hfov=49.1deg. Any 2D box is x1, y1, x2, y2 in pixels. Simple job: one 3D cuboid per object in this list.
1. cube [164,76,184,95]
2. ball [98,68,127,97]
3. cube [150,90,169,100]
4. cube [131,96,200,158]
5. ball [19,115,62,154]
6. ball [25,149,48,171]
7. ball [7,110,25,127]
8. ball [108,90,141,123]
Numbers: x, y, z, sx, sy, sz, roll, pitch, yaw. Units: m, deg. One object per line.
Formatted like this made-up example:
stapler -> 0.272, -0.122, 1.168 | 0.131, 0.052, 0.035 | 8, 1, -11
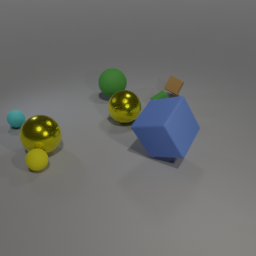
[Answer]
cube -> 2.264, -2.088, 13.779 | 0.700, 0.700, 0.700 | 29, 9, 9
ball -> -0.761, -2.251, 13.869 | 1.400, 1.400, 1.400 | 0, 29, 0
cube -> 1.513, -1.173, 12.577 | 0.700, 0.700, 0.700 | -32, 19, 7
cube -> 1.241, -0.013, 9.112 | 1.400, 1.400, 1.400 | -3, 41, 45
ball -> -3.026, 0.239, 9.738 | 1.400, 1.400, 1.400 | 0, 29, 0
ball -> -2.910, 1.011, 8.940 | 0.700, 0.700, 0.700 | 0, 29, 0
ball -> -4.568, -0.383, 11.435 | 0.700, 0.700, 0.700 | 0, 29, 0
ball -> -0.142, -0.889, 11.732 | 1.400, 1.400, 1.400 | 0, 29, 0
